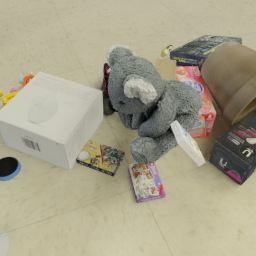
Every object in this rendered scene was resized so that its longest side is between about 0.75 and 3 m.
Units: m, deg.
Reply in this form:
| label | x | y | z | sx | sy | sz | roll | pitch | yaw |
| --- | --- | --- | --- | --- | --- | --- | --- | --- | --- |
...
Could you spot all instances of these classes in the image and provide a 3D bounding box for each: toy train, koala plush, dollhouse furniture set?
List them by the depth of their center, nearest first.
| label | x | y | z | sx | sy | sz | roll | pitch | yaw |
| --- | --- | --- | --- | --- | --- | --- | --- | --- | --- |
| koala plush | 0.487 | -0.949 | 8.042 | 2.681 | 2.917 | 2.587 | -33 | 42 | 12 |
| dollhouse furniture set | 0.793 | -1.473 | 11.210 | 1.969 | 2.070 | 1.687 | 6 | 43 | 6 |
| toy train | -5.167 | -1.523 | 12.147 | 2.812 | 0.782 | 2.112 | -5 | 46 | -9 |

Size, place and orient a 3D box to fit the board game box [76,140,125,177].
| label | x | y | z | sx | sy | sz | roll | pitch | yaw |
| --- | --- | --- | --- | --- | --- | --- | --- | --- | --- |
| board game box | -0.972 | 1.056 | 10.044 | 1.467 | 0.254 | 0.994 | 18 | 50 | 15 |

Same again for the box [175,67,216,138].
| label | x | y | z | sx | sy | sz | roll | pitch | yaw |
| --- | --- | --- | --- | --- | --- | --- | --- | --- | --- |
| box | 2.319 | -1.088 | 11.254 | 1.498 | 1.382 | 2.919 | -1 | 47 | -3 |

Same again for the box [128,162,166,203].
| label | x | y | z | sx | sy | sz | roll | pitch | yaw |
| --- | --- | --- | --- | --- | --- | --- | --- | --- | --- |
| box | 0.600 | 1.764 | 9.394 | 0.949 | 0.271 | 1.387 | -9 | 48 | -8 |

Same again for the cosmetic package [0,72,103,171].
| label | x | y | z | sx | sy | sz | roll | pitch | yaw |
| --- | --- | --- | --- | --- | --- | --- | --- | --- | --- |
| cosmetic package | -2.725 | -0.348 | 10.315 | 2.744 | 1.692 | 2.753 | 19 | 52 | 13 |

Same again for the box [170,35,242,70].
| label | x | y | z | sx | sy | sz | roll | pitch | yaw |
| --- | --- | --- | --- | --- | --- | --- | --- | --- | --- |
| box | 3.786 | -3.737 | 13.646 | 2.814 | 0.718 | 2.219 | -32 | 35 | -28 |

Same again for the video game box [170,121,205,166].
| label | x | y | z | sx | sy | sz | roll | pitch | yaw |
| --- | --- | --- | --- | --- | --- | --- | --- | --- | --- |
| video game box | 1.291 | 0.323 | 6.083 | 0.196 | 0.836 | 0.762 | -36 | 29 | 19 |

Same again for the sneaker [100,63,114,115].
| label | x | y | z | sx | sy | sz | roll | pitch | yaw |
| --- | --- | --- | --- | --- | --- | --- | --- | --- | --- |
| sneaker | -0.868 | -1.903 | 11.923 | 0.995 | 1.519 | 2.630 | 2 | 47 | 2 |

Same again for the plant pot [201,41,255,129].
| label | x | y | z | sx | sy | sz | roll | pitch | yaw |
| --- | --- | --- | --- | --- | --- | --- | --- | --- | --- |
| plant pot | 4.240 | -1.780 | 10.589 | 2.994 | 2.994 | 2.598 | -25 | 61 | -21 |

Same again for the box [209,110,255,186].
| label | x | y | z | sx | sy | sz | roll | pitch | yaw |
| --- | --- | --- | --- | --- | --- | --- | --- | --- | --- |
| box | 4.167 | 0.637 | 9.781 | 2.301 | 1.220 | 1.406 | -32 | 55 | -26 |

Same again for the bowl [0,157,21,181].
| label | x | y | z | sx | sy | sz | roll | pitch | yaw |
| --- | --- | --- | --- | --- | --- | --- | --- | --- | --- |
| bowl | -4.258 | 1.401 | 9.790 | 0.960 | 0.188 | 0.960 | 0 | 47 | 0 |

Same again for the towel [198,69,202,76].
| label | x | y | z | sx | sy | sz | roll | pitch | yaw |
| --- | --- | --- | --- | --- | --- | --- | --- | --- | --- |
| towel | 4.371 | -2.949 | 12.936 | 2.995 | 0.341 | 2.151 | 5 | 36 | 35 |

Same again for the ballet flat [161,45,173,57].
| label | x | y | z | sx | sy | sz | roll | pitch | yaw |
| --- | --- | --- | --- | --- | --- | --- | --- | --- | --- |
| ballet flat | 1.762 | -3.532 | 12.691 | 0.291 | 0.317 | 0.923 | -17 | 28 | 45 |

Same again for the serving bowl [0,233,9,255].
| label | x | y | z | sx | sy | sz | roll | pitch | yaw |
| --- | --- | --- | --- | --- | --- | --- | --- | --- | --- |
| serving bowl | -3.888 | 3.439 | 6.992 | 2.001 | 2.001 | 0.658 | -26 | 87 | -22 |
